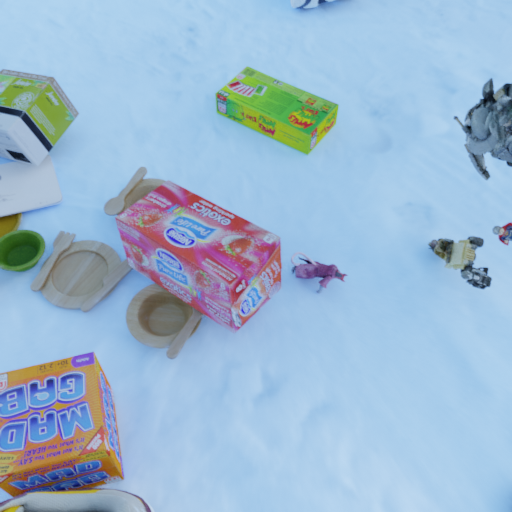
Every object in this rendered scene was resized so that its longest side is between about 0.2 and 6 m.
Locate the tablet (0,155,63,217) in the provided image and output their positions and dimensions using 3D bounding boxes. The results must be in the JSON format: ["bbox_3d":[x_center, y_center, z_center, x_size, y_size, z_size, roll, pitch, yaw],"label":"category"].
[{"bbox_3d":[-4.253,-1.078,9.128,1.954,0.133,1.271,-16,52,-18],"label":"tablet"}]

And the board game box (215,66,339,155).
[{"bbox_3d":[0.365,-2.678,10.210,2.011,0.479,1.022,29,59,20],"label":"board game box"}]

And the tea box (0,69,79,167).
[{"bbox_3d":[-3.992,-2.351,9.464,1.301,0.869,1.279,16,63,26],"label":"tea box"}]

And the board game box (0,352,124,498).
[{"bbox_3d":[-2.240,1.974,6.377,1.158,1.158,1.159,-12,55,-10],"label":"board game box"}]

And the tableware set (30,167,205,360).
[{"bbox_3d":[-1.494,0.050,8.280,3.179,0.369,2.656,25,58,18],"label":"tableware set"}]

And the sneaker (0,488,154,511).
[{"bbox_3d":[-2.673,2.953,5.415,3.431,1.546,1.286,-13,55,-9],"label":"sneaker"}]

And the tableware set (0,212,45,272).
[{"bbox_3d":[-4.775,-0.447,8.543,2.151,0.490,3.193,-38,61,-27],"label":"tableware set"}]

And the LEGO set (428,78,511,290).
[{"bbox_3d":[3.164,-1.375,7.324,1.019,2.335,3.596,15,94,-18],"label":"LEGO set"}]

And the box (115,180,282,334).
[{"bbox_3d":[-0.765,-0.041,7.580,2.103,1.004,1.048,29,54,28],"label":"box"}]

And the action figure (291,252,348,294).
[{"bbox_3d":[0.948,0.188,8.086,0.788,0.586,0.528,10,47,24],"label":"action figure"}]

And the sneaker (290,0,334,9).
[{"bbox_3d":[1.711,-6.920,12.861,2.015,1.236,3.096,-2,54,-3],"label":"sneaker"}]
